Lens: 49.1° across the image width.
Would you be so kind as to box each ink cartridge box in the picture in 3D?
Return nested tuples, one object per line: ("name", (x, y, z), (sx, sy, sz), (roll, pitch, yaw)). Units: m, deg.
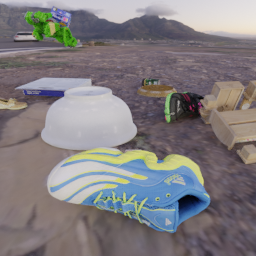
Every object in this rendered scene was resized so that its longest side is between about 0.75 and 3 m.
("ink cartridge box", (-3.224, -1.765, 12.547), (2.522, 0.556, 2.569), (4, 22, 11))
("ink cartridge box", (-2.635, -4.273, 10.895), (0.739, 0.414, 1.083), (21, -7, -13))

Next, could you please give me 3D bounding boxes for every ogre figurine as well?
("ogre figurine", (-2.745, -3.485, 9.774), (1.228, 1.005, 2.048), (26, 21, 27))

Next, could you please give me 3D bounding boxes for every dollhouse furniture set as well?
("dollhouse furniture set", (3.282, 0.044, 7.682), (2.359, 1.351, 2.766), (-6, 44, -15))

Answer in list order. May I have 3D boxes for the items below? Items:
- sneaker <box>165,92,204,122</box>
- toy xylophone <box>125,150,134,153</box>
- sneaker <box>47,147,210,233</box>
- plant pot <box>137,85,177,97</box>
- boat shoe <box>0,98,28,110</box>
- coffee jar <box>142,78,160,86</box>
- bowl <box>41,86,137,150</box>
("sneaker", (1.946, -0.758, 9.199), (0.995, 0.911, 2.375), (9, 23, 35))
("toy xylophone", (0.223, 0.769, 5.860), (0.767, 0.263, 1.047), (-3, 20, -9))
("sneaker", (0.084, 0.940, 4.328), (2.589, 0.981, 1.360), (-4, 20, -13))
("plant pot", (1.342, -1.756, 12.952), (1.857, 0.255, 1.857), (-1, 19, 0))
("boat shoe", (-4.326, -0.913, 10.384), (1.153, 0.383, 0.427), (0, 20, -1))
("coffee jar", (1.166, -2.311, 14.288), (0.897, 0.383, 0.468), (9, 27, 22))
("bowl", (-1.086, -0.452, 7.886), (2.719, 1.222, 2.719), (0, 20, 0))
